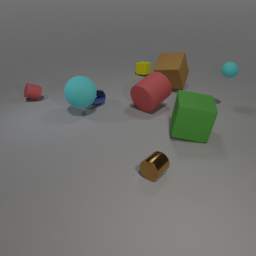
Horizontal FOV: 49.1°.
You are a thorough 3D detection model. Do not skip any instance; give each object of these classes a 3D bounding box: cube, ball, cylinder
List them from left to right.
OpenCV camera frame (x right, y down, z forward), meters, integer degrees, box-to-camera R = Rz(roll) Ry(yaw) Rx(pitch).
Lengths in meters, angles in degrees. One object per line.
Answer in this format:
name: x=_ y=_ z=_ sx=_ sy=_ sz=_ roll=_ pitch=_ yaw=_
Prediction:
cylinder: x=-4.753 y=-1.822 z=13.988 sx=0.700 sy=0.700 sz=0.700 roll=11 pitch=20 yaw=-32
ball: x=-2.093 y=-1.577 z=12.327 sx=1.400 sy=1.400 sz=1.400 roll=0 pitch=29 yaw=0
cylinder: x=-1.553 y=-1.477 z=13.469 sx=0.700 sy=0.700 sz=0.700 roll=21 pitch=19 yaw=33
cube: x=0.980 y=-3.779 z=17.692 sx=0.700 sy=0.700 sz=0.700 roll=16 pitch=28 yaw=36
cylinder: x=1.062 y=-1.675 z=12.931 sx=1.400 sy=1.400 sz=1.400 roll=24 pitch=51 yaw=37
cylinder: x=0.835 y=1.183 z=8.754 sx=0.700 sy=0.700 sz=0.700 roll=20 pitch=35 yaw=32
cube: x=2.352 y=-3.080 z=15.054 sx=1.400 sy=1.400 sz=1.400 roll=4 pitch=54 yaw=26
cube: x=2.481 y=-0.462 z=10.783 sx=1.400 sy=1.400 sz=1.400 roll=10 pitch=32 yaw=2
ball: x=4.505 y=-2.564 z=12.377 sx=0.700 sy=0.700 sz=0.700 roll=0 pitch=29 yaw=0
